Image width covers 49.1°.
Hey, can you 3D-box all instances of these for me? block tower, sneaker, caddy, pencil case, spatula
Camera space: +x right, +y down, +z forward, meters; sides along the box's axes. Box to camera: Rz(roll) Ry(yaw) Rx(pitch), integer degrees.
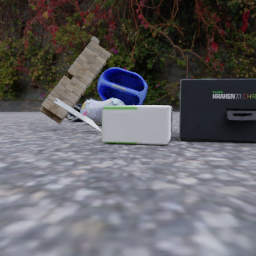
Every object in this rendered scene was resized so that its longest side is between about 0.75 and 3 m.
[{"bbox_3d":[-1.612,-1.472,8.848,0.817,2.825,0.763,34,-9,-8],"label":"block tower"},{"bbox_3d":[-2.805,-0.763,14.197,2.246,0.854,1.623,4,3,30],"label":"sneaker"},{"bbox_3d":[-0.202,-1.580,11.295,2.077,1.468,1.090,20,8,16],"label":"caddy"},{"bbox_3d":[-1.009,-0.635,11.103,0.967,1.055,2.325,4,2,-34],"label":"pencil case"},{"bbox_3d":[-1.400,-0.355,7.758,1.457,0.117,1.013,32,5,-17],"label":"spatula"}]

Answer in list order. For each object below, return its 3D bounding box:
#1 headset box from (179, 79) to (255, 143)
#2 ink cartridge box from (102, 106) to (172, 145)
[{"bbox_3d":[2.454,-0.436,6.559,2.427,1.293,2.787,1,5,11],"label":"headset box"},{"bbox_3d":[0.285,-0.113,5.988,1.269,0.733,1.745,1,4,11],"label":"ink cartridge box"}]
